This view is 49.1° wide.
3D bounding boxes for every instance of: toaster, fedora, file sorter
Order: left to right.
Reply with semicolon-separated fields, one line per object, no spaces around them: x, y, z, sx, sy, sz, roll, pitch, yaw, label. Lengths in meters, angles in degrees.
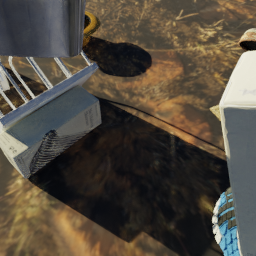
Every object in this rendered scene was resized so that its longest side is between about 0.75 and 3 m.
-1.669;-2.248;4.294;2.169;1.423;2.399;1;52;-7;toaster
-2.496;-1.271;7.095;2.652;1.841;1.652;-39;98;-26;file sorter
-1.838;-3.367;9.827;1.882;0.768;1.882;0;52;0;fedora

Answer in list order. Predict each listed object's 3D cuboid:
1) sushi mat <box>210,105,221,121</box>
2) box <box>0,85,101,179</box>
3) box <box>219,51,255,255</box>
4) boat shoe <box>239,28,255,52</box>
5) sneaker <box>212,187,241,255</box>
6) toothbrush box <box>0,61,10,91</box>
2.942;-0.548;8.021;1.107;0.067;0.530;-19;54;-14;sushi mat
-1.848;0.039;6.966;0.841;1.011;2.460;38;62;26;box
1.940;0.613;3.505;1.016;2.972;1.221;4;41;33;box
4.670;-2.546;9.215;0.785;0.828;2.185;-39;52;-23;boat shoe
2.400;2.323;5.358;1.083;0.937;2.500;18;46;-17;sneaker
-4.688;-1.575;8.379;1.836;0.783;1.344;-22;55;-17;toothbrush box
